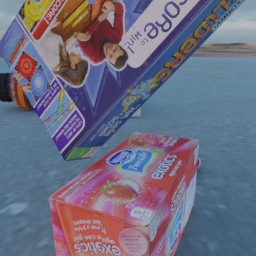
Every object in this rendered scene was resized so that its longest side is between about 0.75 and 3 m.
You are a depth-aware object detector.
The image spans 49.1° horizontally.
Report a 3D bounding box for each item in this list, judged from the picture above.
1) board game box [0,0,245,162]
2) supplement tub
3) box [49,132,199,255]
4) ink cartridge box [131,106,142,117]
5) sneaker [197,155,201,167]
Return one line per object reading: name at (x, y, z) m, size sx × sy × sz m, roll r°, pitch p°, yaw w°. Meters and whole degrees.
board game box at (-0.194, -1.276, 3.072) m, size 1.952 × 2.884 × 0.497 m, roll 55°, pitch 25°, yaw 20°
supplement tub at (-3.164, -1.490, 10.321) m, size 2.976 × 1.591 × 1.591 m, roll -1°, pitch 17°, yaw -4°
box at (0.153, 0.905, 3.451) m, size 1.019 × 1.105 × 2.153 m, roll 7°, pitch 20°, yaw 23°
ink cartridge box at (-0.455, -1.157, 10.177) m, size 1.721 × 1.036 × 2.369 m, roll -2°, pitch 16°, yaw -4°
sneaker at (0.854, 0.580, 5.640) m, size 1.225 × 0.494 × 0.457 m, roll 17°, pitch 8°, yaw 25°
